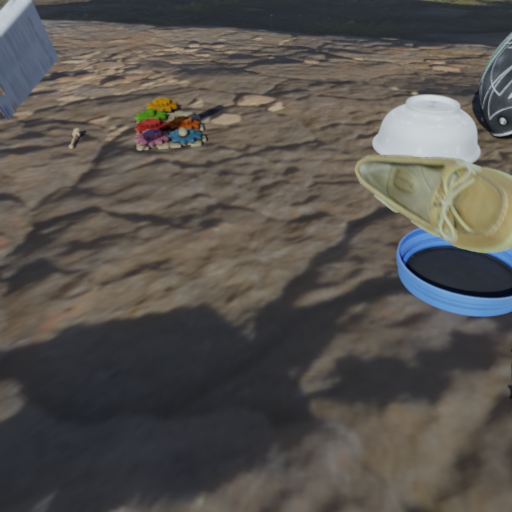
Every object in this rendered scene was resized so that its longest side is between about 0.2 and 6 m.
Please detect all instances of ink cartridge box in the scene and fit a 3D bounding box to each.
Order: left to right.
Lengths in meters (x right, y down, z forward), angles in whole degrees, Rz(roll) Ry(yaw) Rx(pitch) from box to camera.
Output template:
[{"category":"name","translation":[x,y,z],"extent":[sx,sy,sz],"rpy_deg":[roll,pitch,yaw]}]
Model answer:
[{"category":"ink cartridge box","translation":[-3.551,-2.870,8.162],"extent":[0.292,1.322,1.347],"rpy_deg":[30,73,6]}]

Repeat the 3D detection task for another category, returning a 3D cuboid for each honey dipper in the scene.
[{"category":"honey dipper","translation":[-4.244,-2.730,13.080],"extent":[0.174,0.174,0.918],"rpy_deg":[-4,35,-6]}]

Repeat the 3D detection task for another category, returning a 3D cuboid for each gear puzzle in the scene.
[{"category":"gear puzzle","translation":[-2.191,-3.433,13.909],"extent":[1.645,0.416,3.175],"rpy_deg":[-6,34,-9]}]

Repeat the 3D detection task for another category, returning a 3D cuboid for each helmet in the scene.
[{"category":"helmet","translation":[6.742,-3.938,12.596],"extent":[3.029,3.177,3.177],"rpy_deg":[26,38,8]}]

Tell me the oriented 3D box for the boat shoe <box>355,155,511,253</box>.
[{"category":"boat shoe","translation":[2.002,-0.711,6.375],"extent":[0.797,0.924,2.533],"rpy_deg":[10,18,-20]}]

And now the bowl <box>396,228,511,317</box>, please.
[{"category":"bowl","translation":[3.119,0.184,8.399],"extent":[2.022,0.397,2.022],"rpy_deg":[0,34,0]}]

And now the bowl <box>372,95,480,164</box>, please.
[{"category":"bowl","translation":[3.868,-2.902,12.519],"extent":[2.396,1.077,2.396],"rpy_deg":[0,34,0]}]
